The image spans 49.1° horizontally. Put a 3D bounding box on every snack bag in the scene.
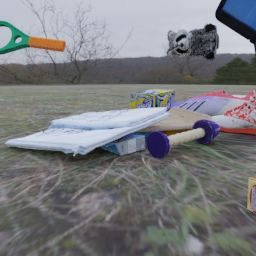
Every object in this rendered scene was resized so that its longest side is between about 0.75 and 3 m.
[{"bbox_3d":[-0.871,-0.034,6.058,2.619,0.297,2.778,1,15,40],"label":"snack bag"}]

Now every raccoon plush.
[{"bbox_3d":[2.028,-2.505,8.686,1.402,1.012,2.092,3,2,22],"label":"raccoon plush"}]

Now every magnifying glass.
[{"bbox_3d":[-2.939,-2.422,7.779,2.474,0.985,0.277,10,-13,10],"label":"magnifying glass"}]

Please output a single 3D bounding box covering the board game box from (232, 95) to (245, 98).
[{"bbox_3d":[4.484,-0.822,10.541,2.174,0.665,2.870,8,14,38],"label":"board game box"}]

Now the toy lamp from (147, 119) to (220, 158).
[{"bbox_3d":[1.222,0.153,5.692,1.957,0.570,0.570,-9,14,-43],"label":"toy lamp"}]

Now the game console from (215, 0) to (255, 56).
[{"bbox_3d":[2.972,-2.757,6.197,1.330,2.240,1.931,15,53,-2],"label":"game console"}]

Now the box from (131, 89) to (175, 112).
[{"bbox_3d":[1.024,-1.003,10.912,0.973,0.893,2.777,5,11,22],"label":"box"}]

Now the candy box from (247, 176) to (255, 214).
[{"bbox_3d":[1.907,0.818,2.508,0.850,0.407,1.472,-4,12,-14],"label":"candy box"}]

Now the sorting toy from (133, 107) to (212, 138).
[{"bbox_3d":[0.569,-0.115,7.616,2.564,0.468,2.374,-8,12,-14],"label":"sorting toy"}]

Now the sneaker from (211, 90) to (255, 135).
[{"bbox_3d":[3.105,-0.466,7.149,0.760,1.220,2.276,-9,14,-41],"label":"sneaker"}]

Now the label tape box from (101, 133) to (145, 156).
[{"bbox_3d":[-0.216,0.317,5.528,0.922,0.305,0.661,-14,17,-36],"label":"label tape box"}]

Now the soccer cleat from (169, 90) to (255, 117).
[{"bbox_3d":[2.740,-0.772,9.265,2.849,1.043,0.972,6,12,31],"label":"soccer cleat"}]
